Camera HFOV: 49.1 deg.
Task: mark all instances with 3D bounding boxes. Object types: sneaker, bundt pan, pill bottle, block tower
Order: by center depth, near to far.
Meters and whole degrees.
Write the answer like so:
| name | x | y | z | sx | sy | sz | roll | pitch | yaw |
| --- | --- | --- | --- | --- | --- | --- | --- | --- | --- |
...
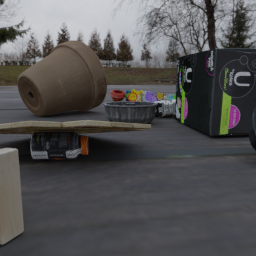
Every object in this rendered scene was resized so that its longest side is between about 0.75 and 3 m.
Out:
| name | x | y | z | sx | sy | sz | roll | pitch | yaw |
| --- | --- | --- | --- | --- | --- | --- | --- | --- | --- |
| block tower | -2.206 | 0.463 | 2.441 | 2.677 | 0.723 | 0.774 | 4 | 12 | 22 |
| pill bottle | -1.026 | 0.270 | 4.302 | 0.828 | 0.440 | 0.440 | -1 | 10 | -3 |
| bundt pan | 0.063 | -0.411 | 7.746 | 1.502 | 0.564 | 1.502 | 1 | 10 | 0 |
| sneaker | 1.465 | -0.656 | 8.984 | 1.814 | 0.603 | 0.821 | -1 | 13 | 3 |

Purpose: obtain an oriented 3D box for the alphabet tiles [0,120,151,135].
| name | x | y | z | sx | sy | sz | roll | pitch | yaw |
| --- | --- | --- | --- | --- | --- | --- | --- | --- | --- |
| alphabet tiles | -1.131 | 0.032 | 4.793 | 2.775 | 0.088 | 2.309 | -4 | -5 | 39 |

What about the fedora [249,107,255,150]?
| name | x | y | z | sx | sy | sz | roll | pitch | yaw |
| --- | --- | --- | --- | --- | --- | --- | --- | --- | --- |
| fedora | 2.338 | 0.101 | 4.230 | 1.319 | 1.319 | 0.602 | -3 | -20 | -18 |

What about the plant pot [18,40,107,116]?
| name | x | y | z | sx | sy | sz | roll | pitch | yaw |
| --- | --- | --- | --- | --- | --- | --- | --- | --- | --- |
| plant pot | -2.337 | -1.445 | 9.462 | 2.553 | 2.553 | 2.226 | 9 | 32 | 40 |

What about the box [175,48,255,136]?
| name | x | y | z | sx | sy | sz | roll | pitch | yaw |
| --- | --- | --- | --- | --- | --- | --- | --- | --- | --- |
| box | 2.256 | -0.917 | 6.880 | 1.543 | 1.844 | 2.483 | -2 | 10 | -9 |

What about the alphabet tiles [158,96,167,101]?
| name | x | y | z | sx | sy | sz | roll | pitch | yaw |
| --- | --- | --- | --- | --- | --- | --- | --- | --- | --- |
| alphabet tiles | 2.190 | -1.509 | 14.209 | 2.475 | 0.181 | 2.420 | -8 | 4 | -38 |

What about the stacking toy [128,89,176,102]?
| name | x | y | z | sx | sy | sz | roll | pitch | yaw |
| --- | --- | --- | --- | --- | --- | --- | --- | --- | --- |
| stacking toy | 1.485 | -1.248 | 12.368 | 2.551 | 0.599 | 1.923 | 10 | 8 | 17 |

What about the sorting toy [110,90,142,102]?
| name | x | y | z | sx | sy | sz | roll | pitch | yaw |
| --- | --- | --- | --- | --- | --- | --- | --- | --- | --- |
| sorting toy | -0.088 | -1.380 | 13.412 | 1.553 | 0.637 | 0.933 | 15 | 29 | 13 |
